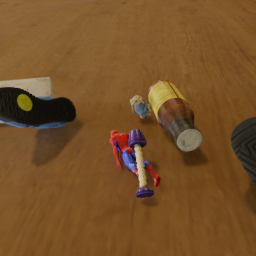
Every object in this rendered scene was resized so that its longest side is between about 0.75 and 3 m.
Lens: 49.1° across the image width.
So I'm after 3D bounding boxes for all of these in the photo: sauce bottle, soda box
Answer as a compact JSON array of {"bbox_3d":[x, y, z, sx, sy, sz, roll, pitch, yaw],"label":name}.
[{"bbox_3d":[1.193,-0.415,7.517,0.973,0.973,2.947,-2,29,-4],"label":"sauce bottle"},{"bbox_3d":[-3.575,-0.762,8.176,2.757,0.939,0.878,-7,49,-11],"label":"soda box"}]

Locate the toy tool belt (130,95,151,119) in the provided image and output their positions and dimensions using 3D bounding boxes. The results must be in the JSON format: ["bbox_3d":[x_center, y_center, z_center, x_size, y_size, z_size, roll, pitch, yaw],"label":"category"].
[{"bbox_3d":[0.417,-0.532,8.017,0.516,0.827,0.508,-42,38,-15],"label":"toy tool belt"}]

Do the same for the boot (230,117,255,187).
[{"bbox_3d":[3.026,1.084,5.194,1.087,2.889,2.160,-27,-19,25],"label":"boot"}]

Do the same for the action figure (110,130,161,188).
[{"bbox_3d":[0.036,0.660,6.598,0.629,0.497,1.923,-14,44,-23],"label":"action figure"}]

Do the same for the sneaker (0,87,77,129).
[{"bbox_3d":[-2.507,-0.351,7.008,1.082,0.910,2.761,-17,-8,25],"label":"sneaker"}]

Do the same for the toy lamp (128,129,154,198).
[{"bbox_3d":[0.260,0.695,5.863,0.420,0.420,1.443,-5,62,-8],"label":"toy lamp"}]
